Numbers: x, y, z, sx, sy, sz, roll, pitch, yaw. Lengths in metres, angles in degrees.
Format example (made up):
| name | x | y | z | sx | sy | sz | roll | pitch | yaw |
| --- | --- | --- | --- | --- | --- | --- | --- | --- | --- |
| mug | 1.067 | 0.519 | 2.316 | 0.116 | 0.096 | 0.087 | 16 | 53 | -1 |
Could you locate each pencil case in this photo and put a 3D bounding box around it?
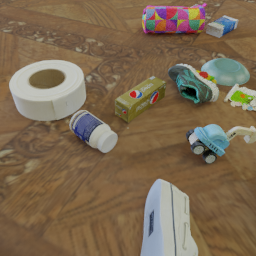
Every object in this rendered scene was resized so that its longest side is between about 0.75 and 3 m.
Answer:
| name | x | y | z | sx | sy | sz | roll | pitch | yaw |
| --- | --- | --- | --- | --- | --- | --- | --- | --- | --- |
| pencil case | 1.926 | -4.611 | 11.813 | 2.662 | 1.176 | 1.176 | -4 | 44 | -3 |

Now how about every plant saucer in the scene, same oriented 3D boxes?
| name | x | y | z | sx | sy | sz | roll | pitch | yaw |
| --- | --- | --- | --- | --- | --- | --- | --- | --- | --- |
| plant saucer | 3.400 | -2.050 | 9.698 | 1.651 | 0.318 | 1.651 | 0 | 43 | 0 |

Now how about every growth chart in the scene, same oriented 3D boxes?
| name | x | y | z | sx | sy | sz | roll | pitch | yaw |
| --- | --- | --- | --- | --- | --- | --- | --- | --- | --- |
| growth chart | 3.872 | -0.871 | 8.585 | 1.643 | 0.146 | 1.189 | 19 | 48 | 20 |

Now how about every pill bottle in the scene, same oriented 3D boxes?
| name | x | y | z | sx | sy | sz | roll | pitch | yaw |
| --- | --- | --- | --- | --- | --- | --- | --- | --- | --- |
| pill bottle | -0.876 | 0.091 | 7.161 | 1.197 | 0.693 | 0.693 | 33 | 53 | 30 |

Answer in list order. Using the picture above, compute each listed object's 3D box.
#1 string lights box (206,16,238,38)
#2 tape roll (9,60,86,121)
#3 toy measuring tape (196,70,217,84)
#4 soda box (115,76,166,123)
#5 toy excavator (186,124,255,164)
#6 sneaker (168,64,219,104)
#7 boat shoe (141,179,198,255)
| name | x | y | z | sx | sy | sz | roll | pitch | yaw |
| --- | --- | --- | --- | --- | --- | --- | --- | --- | --- |
| string lights box | 4.071 | -4.399 | 12.095 | 1.359 | 0.401 | 0.698 | -33 | 53 | -30 |
| tape roll | -2.368 | -1.186 | 8.460 | 2.175 | 0.761 | 2.175 | 0 | 43 | 0 |
| toy measuring tape | 2.171 | -1.651 | 9.160 | 1.474 | 0.542 | 0.542 | 25 | 49 | 29 |
| soda box | 0.387 | -0.877 | 8.260 | 0.548 | 0.580 | 1.713 | 33 | 52 | 30 |
| toy excavator | 2.263 | 0.240 | 6.682 | 1.280 | 1.316 | 0.657 | 35 | 25 | -23 |
| sneaker | 1.832 | -1.365 | 8.633 | 0.871 | 0.741 | 1.909 | -24 | 47 | -30 |
| boat shoe | 0.772 | 2.040 | 4.817 | 0.883 | 0.994 | 2.701 | 24 | 40 | -9 |
